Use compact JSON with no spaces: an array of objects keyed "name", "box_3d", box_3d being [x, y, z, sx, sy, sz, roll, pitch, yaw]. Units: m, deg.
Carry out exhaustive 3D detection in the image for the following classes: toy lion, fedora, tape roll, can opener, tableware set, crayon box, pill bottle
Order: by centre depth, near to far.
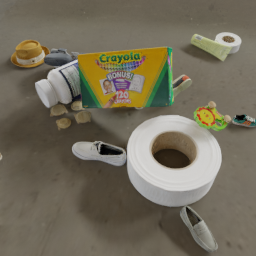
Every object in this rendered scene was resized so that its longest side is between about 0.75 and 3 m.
[{"name":"toy lion","box_3d":[2.295,-0.261,7.782,0.911,0.313,0.873,44,56,6]},{"name":"tape roll","box_3d":[1.226,0.828,7.808,2.541,0.889,2.541,0,50,1]},{"name":"crayon box","box_3d":[-0.060,-1.500,8.555,2.818,1.674,0.821,0,12,18]},{"name":"tableware set","box_3d":[-1.918,-0.468,9.403,1.349,0.156,1.127,-16,52,-13]},{"name":"pill bottle","box_3d":[-1.960,-1.581,9.637,2.209,1.227,1.227,-31,56,-24]},{"name":"can opener","box_3d":[-1.708,-2.335,10.531,2.899,0.773,0.969,13,39,10]},{"name":"fedora","box_3d":[-3.996,-3.103,11.330,1.572,0.641,1.572,0,50,0]},{"name":"tape roll","box_3d":[4.246,-3.633,11.952,1.068,0.374,1.068,0,49,0]}]

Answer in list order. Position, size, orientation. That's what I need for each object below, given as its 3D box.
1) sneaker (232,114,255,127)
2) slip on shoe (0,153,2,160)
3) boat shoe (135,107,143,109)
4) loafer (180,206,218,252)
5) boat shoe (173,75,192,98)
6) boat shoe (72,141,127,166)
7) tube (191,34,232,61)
[{"name":"sneaker","box_3d":[3.858,-0.255,9.095,0.835,0.334,0.298,6,50,5]},{"name":"slip on shoe","box_3d":[-4.123,0.986,8.064,0.950,0.288,0.361,-31,56,-24]},{"name":"boat shoe","box_3d":[0.131,-1.216,9.860,0.482,0.423,1.353,-24,52,-16]},{"name":"loafer","box_3d":[1.699,2.414,6.758,0.420,0.419,1.201,-27,55,-21]},{"name":"boat shoe","box_3d":[1.555,-1.375,9.721,1.360,0.484,0.425,-34,53,-3]},{"name":"boat shoe","box_3d":[-0.845,0.625,8.200,1.679,0.549,0.618,9,50,7]},{"name":"tube","box_3d":[3.441,-3.413,11.737,1.696,0.492,0.440,35,52,28]}]
